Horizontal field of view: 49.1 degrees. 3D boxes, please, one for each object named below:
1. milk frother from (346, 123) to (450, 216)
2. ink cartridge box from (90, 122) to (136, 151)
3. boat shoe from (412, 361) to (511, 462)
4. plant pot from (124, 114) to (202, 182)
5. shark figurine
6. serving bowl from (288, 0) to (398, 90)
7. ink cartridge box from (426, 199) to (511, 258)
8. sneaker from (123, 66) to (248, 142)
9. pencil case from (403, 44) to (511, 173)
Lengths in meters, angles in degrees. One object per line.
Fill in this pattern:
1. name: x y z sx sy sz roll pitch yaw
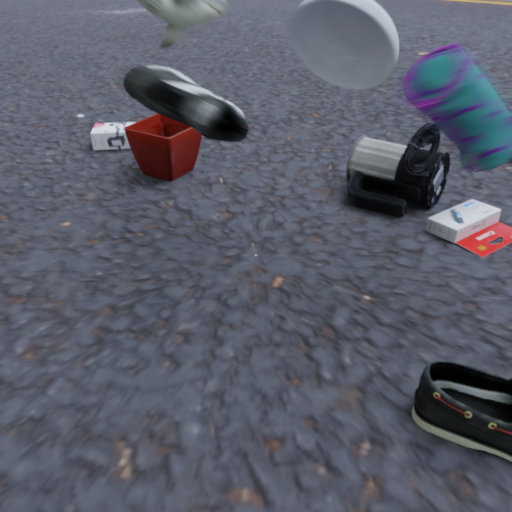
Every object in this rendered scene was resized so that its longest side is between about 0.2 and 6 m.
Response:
1. milk frother: 2.485 -1.770 10.112 1.655 1.759 1.588 19 40 29
2. ink cartridge box: -3.240 -2.783 13.011 1.038 0.438 0.751 -3 31 -5
3. boat shoe: 2.674 1.628 5.596 2.125 0.666 0.778 13 33 18
4. plant pot: -1.847 -2.193 11.476 1.170 1.031 1.169 18 36 26
5. shark figurine: -1.335 -3.537 7.388 1.773 1.060 0.740 21 36 -53
6. serving bowl: 1.088 -2.632 6.686 1.363 1.363 0.448 18 68 27
7. ink cartridge box: 3.717 -0.500 9.423 1.266 0.283 1.116 -22 36 -31
8. sneaker: -0.920 -2.173 8.117 1.988 0.661 0.899 20 16 -27
9. pencil case: 2.571 -1.737 6.919 1.874 0.866 0.797 28 -8 -42
